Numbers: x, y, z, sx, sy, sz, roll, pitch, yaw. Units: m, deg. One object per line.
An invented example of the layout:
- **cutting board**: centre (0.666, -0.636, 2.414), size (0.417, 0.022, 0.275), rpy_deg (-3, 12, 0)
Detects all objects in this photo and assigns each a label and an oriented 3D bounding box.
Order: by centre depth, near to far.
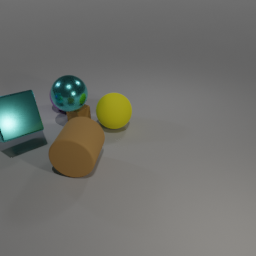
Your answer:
- **cylinder**: centre (-1.550, 0.570, 8.720), size (1.400, 1.400, 1.400), rpy_deg (4, 31, 8)
- **cube**: centre (-3.910, -0.389, 9.430), size (1.400, 1.400, 1.400), rpy_deg (-21, 12, -37)
- **ball**: centre (-2.236, -1.318, 10.694), size (1.400, 1.400, 1.400), rpy_deg (0, 29, 0)
- **ball**: centre (-0.543, -0.665, 10.878), size (1.400, 1.400, 1.400), rpy_deg (0, 29, 0)
- **cube**: centre (-2.019, -0.558, 11.483), size (0.700, 0.700, 0.700), rpy_deg (20, 38, 31)
- **ball**: centre (-2.746, -1.437, 12.380), size (1.400, 1.400, 1.400), rpy_deg (0, 29, 0)
